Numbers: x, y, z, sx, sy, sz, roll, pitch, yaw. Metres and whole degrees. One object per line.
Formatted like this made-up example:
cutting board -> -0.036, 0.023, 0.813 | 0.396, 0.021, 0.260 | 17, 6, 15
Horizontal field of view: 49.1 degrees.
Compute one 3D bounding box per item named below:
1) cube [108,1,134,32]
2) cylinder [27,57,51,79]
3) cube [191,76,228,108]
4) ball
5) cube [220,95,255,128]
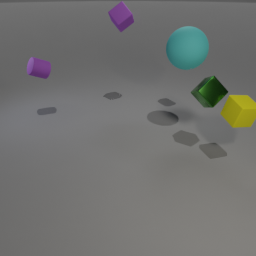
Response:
cube -> -0.260, -4.386, 11.088 | 0.700, 0.700, 0.700 | -37, -8, 3
cylinder -> -3.472, -2.333, 10.924 | 0.700, 0.700, 0.700 | 8, 17, -40
cube -> 2.531, -1.117, 8.753 | 0.700, 0.700, 0.700 | -44, 8, -2
ball -> 1.980, -2.661, 9.378 | 1.400, 1.400, 1.400 | 0, 28, 0
cube -> 3.305, -0.495, 8.248 | 0.700, 0.700, 0.700 | -2, 40, -21
